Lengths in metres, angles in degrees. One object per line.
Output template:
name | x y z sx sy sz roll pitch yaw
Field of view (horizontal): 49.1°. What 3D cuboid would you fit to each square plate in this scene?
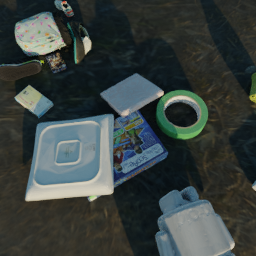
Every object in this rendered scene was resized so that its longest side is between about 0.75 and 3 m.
square plate | -1.793 0.785 8.689 2.707 0.389 2.733 -7 59 9

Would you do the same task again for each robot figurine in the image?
robot figurine | 1.745 2.939 7.250 2.292 1.526 2.702 -8 62 -27

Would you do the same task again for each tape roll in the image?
tape roll | 1.829 -0.474 9.608 1.729 0.416 1.729 0 64 0

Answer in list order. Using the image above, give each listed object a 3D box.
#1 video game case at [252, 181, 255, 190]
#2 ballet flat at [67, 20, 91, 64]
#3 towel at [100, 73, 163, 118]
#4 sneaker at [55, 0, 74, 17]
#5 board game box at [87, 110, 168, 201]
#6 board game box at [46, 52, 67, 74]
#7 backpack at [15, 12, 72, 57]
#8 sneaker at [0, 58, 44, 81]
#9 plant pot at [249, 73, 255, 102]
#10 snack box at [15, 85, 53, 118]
video game case | 5.301 1.703 8.595 2.045 0.266 2.247 41 70 19
ballet flat | -1.870 -3.447 11.003 0.750 0.745 2.192 -9 63 -14
towel | 0.100 -1.169 9.784 1.700 0.274 1.624 -32 45 -16
sneaker | -2.769 -5.291 12.030 0.408 0.542 1.160 -37 69 -17
board game box | -0.423 0.776 8.943 2.820 0.486 1.909 -27 66 -13
board game box | -2.770 -2.532 10.837 0.568 0.145 0.838 -24 65 -12
backpack | -3.312 -3.611 10.795 1.934 1.224 1.614 -22 68 -7
sneaker | -4.064 -2.258 10.565 1.760 0.631 0.729 -8 38 -5
plant pot | 4.727 -1.373 9.899 0.931 0.931 0.855 23 76 11
snack box | -3.350 -0.953 9.982 1.210 0.224 0.703 36 68 17
